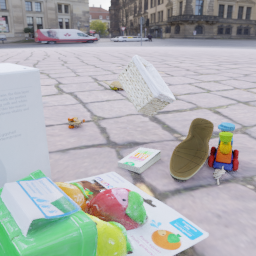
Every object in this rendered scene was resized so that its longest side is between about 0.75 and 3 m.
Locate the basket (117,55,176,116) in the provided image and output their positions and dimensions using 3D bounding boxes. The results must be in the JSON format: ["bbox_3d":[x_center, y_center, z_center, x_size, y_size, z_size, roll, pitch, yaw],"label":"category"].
[{"bbox_3d":[0.568,-1.341,9.288,1.168,1.063,1.723,13,42,-55],"label":"basket"}]

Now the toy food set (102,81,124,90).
[{"bbox_3d":[-0.432,-2.446,16.489,1.956,0.393,1.350,-7,28,-33],"label":"toy food set"}]

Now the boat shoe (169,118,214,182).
[{"bbox_3d":[1.739,0.651,7.455,0.858,0.760,2.344,20,45,23],"label":"boat shoe"}]

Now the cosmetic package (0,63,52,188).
[{"bbox_3d":[-3.185,0.304,5.377,2.799,2.808,1.726,-16,26,-39],"label":"cosmetic package"}]

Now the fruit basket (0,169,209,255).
[{"bbox_3d":[-0.618,1.395,4.579,2.942,1.379,2.725,-12,23,-36],"label":"fruit basket"}]

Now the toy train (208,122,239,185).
[{"bbox_3d":[2.482,0.579,7.193,0.761,1.041,1.799,7,21,19],"label":"toy train"}]

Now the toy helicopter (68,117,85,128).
[{"bbox_3d":[-1.940,-0.280,10.537,0.622,0.371,0.940,-3,16,-10],"label":"toy helicopter"}]

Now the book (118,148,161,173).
[{"bbox_3d":[0.325,0.865,7.648,0.720,0.259,1.078,10,24,34],"label":"book"}]
